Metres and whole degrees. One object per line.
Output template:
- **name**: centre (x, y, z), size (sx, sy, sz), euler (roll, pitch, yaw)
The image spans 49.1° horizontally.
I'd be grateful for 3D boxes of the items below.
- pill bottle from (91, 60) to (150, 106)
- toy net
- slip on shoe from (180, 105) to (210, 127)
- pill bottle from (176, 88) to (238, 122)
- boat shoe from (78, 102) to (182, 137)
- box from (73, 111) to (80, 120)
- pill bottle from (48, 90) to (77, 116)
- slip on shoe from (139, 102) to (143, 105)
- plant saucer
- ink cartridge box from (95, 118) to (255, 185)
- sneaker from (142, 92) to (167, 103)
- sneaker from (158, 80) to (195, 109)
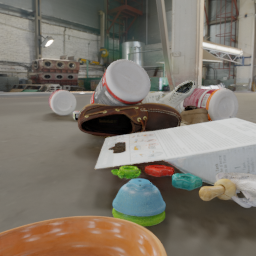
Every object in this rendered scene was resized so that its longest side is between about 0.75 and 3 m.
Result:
- **pill bottle**: centre (-0.369, -0.873, 8.295), size (1.297, 1.297, 2.239), euler (-5, -22, -27)
- **toy net**: centre (0.837, 0.774, 3.471), size (2.070, 0.400, 1.086), euler (1, 6, -5)
- **slip on shoe**: centre (2.060, -0.354, 9.062), size (0.975, 0.777, 2.564), euler (1, 9, 5)
- **pill bottle**: centre (2.829, -0.851, 10.578), size (1.292, 1.292, 2.359), euler (-4, 10, -26)
- **boat shoe**: centre (0.076, -0.111, 7.196), size (2.711, 0.954, 0.953), euler (-1, 20, -3)
- **box**: centre (-1.428, -0.548, 11.790), size (1.687, 0.293, 0.928), euler (-2, 9, -15)
- **pill bottle**: centre (-3.216, -1.261, 13.505), size (1.160, 1.160, 2.117), euler (-3, 10, -20)
- **slip on shoe**: centre (0.405, -0.504, 10.562), size (0.675, 0.847, 2.229), euler (-39, 15, 9)
- **plant saucer**: centre (-0.550, 0.988, 1.695), size (1.618, 0.303, 1.618), euler (-7, 5, 1)
- **ink cartridge box**: centre (1.006, 0.450, 5.001), size (2.868, 0.818, 2.331), euler (-13, 9, 2)
- **sneaker**: centre (1.109, -1.312, 13.426), size (1.199, 1.135, 2.968), euler (-12, 3, 26)
- **sneaker**: centre (1.434, -0.968, 8.644), size (0.570, 1.560, 0.552), euler (44, -15, 19)
